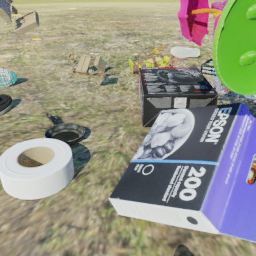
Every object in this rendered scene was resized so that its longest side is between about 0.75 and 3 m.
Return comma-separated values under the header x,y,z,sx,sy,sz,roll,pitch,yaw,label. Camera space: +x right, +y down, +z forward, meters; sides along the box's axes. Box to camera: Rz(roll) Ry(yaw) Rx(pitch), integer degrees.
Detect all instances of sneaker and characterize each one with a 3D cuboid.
x,y,z,sx,sy,sz,roll,pitch,yaw,label
-5.446,-2.057,11.157,2.022,0.784,0.922,-4,26,-10,sneaker
3.044,-4.023,14.955,1.549,0.592,0.623,8,19,6,sneaker
-4.464,-0.869,8.597,0.784,1.113,2.095,13,32,22,sneaker

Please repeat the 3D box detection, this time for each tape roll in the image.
x,y,z,sx,sy,sz,roll,pitch,yaw,label
-1.985,0.833,6.135,1.559,0.545,1.559,0,30,0,tape roll

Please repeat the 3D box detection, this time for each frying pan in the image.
x,y,z,sx,sy,sz,roll,pitch,yaw,label
-1.998,0.077,7.767,1.774,0.289,1.073,16,32,30,frying pan

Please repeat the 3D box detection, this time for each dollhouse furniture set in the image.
x,y,z,sx,sy,sz,roll,pitch,yaw,label
-2.658,-2.848,6.236,0.607,1.371,0.710,-20,65,12,dollhouse furniture set
-1.921,-2.791,12.635,1.635,0.847,0.724,13,-8,22,dollhouse furniture set

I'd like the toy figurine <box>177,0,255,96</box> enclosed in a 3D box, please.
x,y,z,sx,sy,sz,roll,pitch,yaw,label
1.613,-1.634,3.985,2.082,1.563,1.916,-16,37,-12,toy figurine

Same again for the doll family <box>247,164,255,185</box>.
x,y,z,sx,sy,sz,roll,pitch,yaw,label
1.846,0.980,5.312,0.808,1.113,1.794,34,-3,-30,doll family

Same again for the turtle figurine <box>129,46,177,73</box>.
x,y,z,sx,sy,sz,roll,pitch,yaw,label
1.075,-3.001,12.767,2.000,0.799,2.480,-10,38,-3,turtle figurine

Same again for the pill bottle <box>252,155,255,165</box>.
x,y,z,sx,sy,sz,roll,pitch,yaw,label
2.672,0.747,5.928,0.893,0.893,1.544,8,30,14,pill bottle

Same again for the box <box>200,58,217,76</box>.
x,y,z,sx,sy,sz,roll,pitch,yaw,label
4.294,-2.679,12.581,1.712,0.394,1.361,18,34,29,box

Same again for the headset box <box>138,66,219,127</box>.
x,y,z,sx,sy,sz,roll,pitch,yaw,label
1.429,-1.163,9.136,2.127,1.104,2.859,-1,28,-2,headset box

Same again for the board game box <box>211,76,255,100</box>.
x,y,z,sx,sy,sz,roll,pitch,yaw,label
4.128,-1.724,10.675,1.899,0.586,1.900,8,30,13,board game box

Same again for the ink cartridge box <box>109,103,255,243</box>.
x,y,z,sx,sy,sz,roll,pitch,yaw,label
1.256,0.546,5.041,2.589,0.562,2.564,-3,40,40,ink cartridge box
